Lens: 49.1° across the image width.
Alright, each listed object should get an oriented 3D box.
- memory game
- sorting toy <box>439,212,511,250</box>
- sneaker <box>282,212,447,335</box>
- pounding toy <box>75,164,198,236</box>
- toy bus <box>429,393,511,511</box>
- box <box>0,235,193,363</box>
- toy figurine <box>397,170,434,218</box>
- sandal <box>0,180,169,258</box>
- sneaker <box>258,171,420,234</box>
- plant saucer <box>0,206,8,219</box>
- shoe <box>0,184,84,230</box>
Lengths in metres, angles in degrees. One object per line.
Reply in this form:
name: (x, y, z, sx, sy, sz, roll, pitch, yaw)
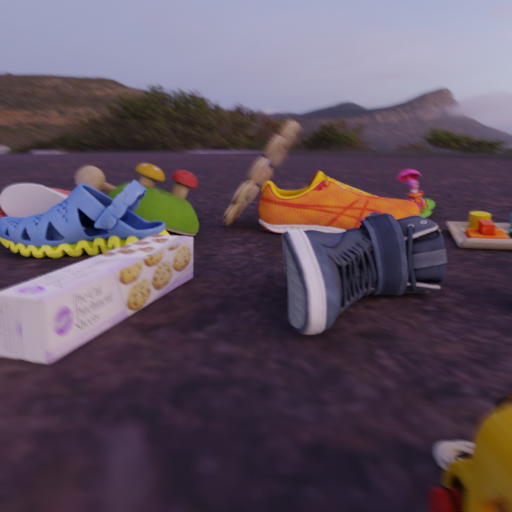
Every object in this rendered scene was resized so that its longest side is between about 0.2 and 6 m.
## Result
memory game: (0.096, -1.698, 11.695, 0.167, 2.624, 2.624, 35, 17, 1)
sorting toy: (4.512, -0.493, 10.235, 3.495, 0.476, 1.968, 2, 13, 10)
sneaker: (1.275, 0.128, 6.295, 1.966, 1.035, 2.721, -2, 12, 3)
pounding toy: (-2.045, -1.320, 10.780, 2.353, 1.092, 1.816, 25, 7, 17)
toy bus: (1.405, 1.063, 2.364, 1.927, 0.995, 1.818, 12, 18, 41)
box: (-1.614, 0.326, 6.392, 0.601, 0.644, 3.109, 4, 13, 18)
toy figurine: (3.604, -1.476, 12.908, 0.811, 0.994, 1.080, -18, 22, 13)
sandal: (-2.800, -0.611, 9.171, 2.820, 1.228, 1.121, -2, 16, -2)
sneaker: (1.628, -1.017, 10.934, 3.176, 1.225, 1.159, 1, 12, -1)
plant saucer: (-4.221, -0.569, 10.338, 1.141, 0.209, 1.139, 25, 9, -12)
shoe: (-3.698, -0.884, 10.887, 2.300, 0.822, 1.046, 10, 7, -19)
